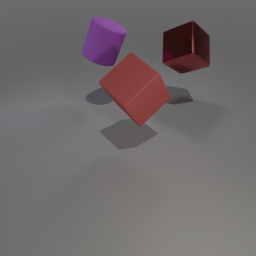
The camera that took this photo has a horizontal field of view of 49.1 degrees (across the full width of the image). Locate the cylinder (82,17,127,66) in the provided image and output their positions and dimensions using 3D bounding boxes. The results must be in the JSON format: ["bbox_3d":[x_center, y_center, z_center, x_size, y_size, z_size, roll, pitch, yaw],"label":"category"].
[{"bbox_3d":[-0.932,-3.352,10.891,1.400,1.400,1.400,18,32,-12],"label":"cylinder"}]

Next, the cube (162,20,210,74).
[{"bbox_3d":[2.360,-3.192,11.326,1.400,1.400,1.400,-8,-16,41],"label":"cube"}]

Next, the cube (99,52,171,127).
[{"bbox_3d":[0.240,-1.180,8.725,1.400,1.400,1.400,-43,57,0],"label":"cube"}]
